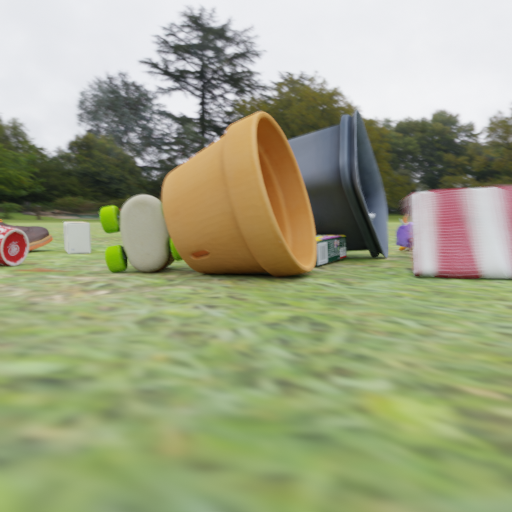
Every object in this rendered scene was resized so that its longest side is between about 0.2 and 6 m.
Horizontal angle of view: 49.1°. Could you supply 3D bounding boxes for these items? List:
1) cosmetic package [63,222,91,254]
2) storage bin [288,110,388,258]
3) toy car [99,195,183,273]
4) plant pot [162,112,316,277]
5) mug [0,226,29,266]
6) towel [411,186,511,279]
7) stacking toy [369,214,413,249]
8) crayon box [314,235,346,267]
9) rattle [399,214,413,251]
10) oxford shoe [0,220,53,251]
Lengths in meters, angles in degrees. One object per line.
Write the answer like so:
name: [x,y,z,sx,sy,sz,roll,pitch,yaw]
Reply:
cosmetic package: [-3.580,-0.374,11.164,0.422,0.624,1.187,-2,6,-22]
storage bin: [1.165,-1.110,9.411,1.642,1.779,2.444,-7,-35,20]
toy car: [-1.383,-0.228,7.683,1.056,1.014,1.285,-10,-8,4]
plant pot: [-0.222,-0.586,6.931,1.388,1.982,1.982,-17,-1,19]
mug: [-3.988,-0.074,8.247,1.024,0.909,0.683,6,-30,20]
towel: [2.979,-0.291,6.846,2.064,0.235,1.487,-1,47,15]
stacking toy: [2.875,-0.348,9.330,1.705,0.531,2.262,7,4,-31]
crayon box: [0.628,-0.096,8.754,1.202,0.406,1.393,0,5,27]
rattle: [2.975,-0.473,11.395,0.537,0.752,0.490,-8,-8,-20]
oxford shoe: [-5.108,-0.516,10.623,0.946,0.964,2.658,3,5,38]
